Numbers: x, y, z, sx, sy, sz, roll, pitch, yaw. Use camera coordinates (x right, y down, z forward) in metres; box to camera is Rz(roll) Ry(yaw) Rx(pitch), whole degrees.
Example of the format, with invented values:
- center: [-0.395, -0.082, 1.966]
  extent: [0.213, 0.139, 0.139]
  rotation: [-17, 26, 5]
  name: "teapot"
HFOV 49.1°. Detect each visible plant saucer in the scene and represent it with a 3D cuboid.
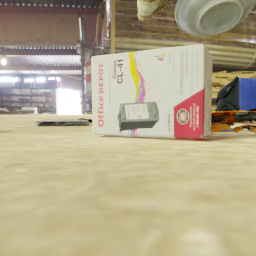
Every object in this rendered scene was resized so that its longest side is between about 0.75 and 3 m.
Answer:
- center: [2.746, -3.568, 8.568]
  extent: [2.560, 0.643, 2.560]
  rotation: [-6, -23, -2]
  name: "plant saucer"

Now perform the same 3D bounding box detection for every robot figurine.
- center: [2.295, -0.139, 6.195]
  extent: [1.815, 0.528, 1.316]
  rotation: [-3, 3, 17]
  name: "robot figurine"

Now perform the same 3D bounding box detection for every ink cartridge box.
- center: [0.480, -0.680, 5.829]
  extent: [2.368, 1.748, 1.014]
  rotation: [1, 3, 24]
  name: "ink cartridge box"

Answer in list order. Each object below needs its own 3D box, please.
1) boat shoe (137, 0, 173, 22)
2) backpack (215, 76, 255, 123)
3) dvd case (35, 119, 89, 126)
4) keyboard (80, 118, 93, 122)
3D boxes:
- center: [0.832, -3.751, 7.892]
  extent: [0.841, 0.719, 2.295]
  rotation: [28, 48, 14]
  name: "boat shoe"
- center: [5.210, -1.096, 12.985]
  extent: [1.909, 1.849, 2.275]
  rotation: [10, -10, -11]
  name: "backpack"
- center: [-2.590, -0.242, 11.344]
  extent: [1.913, 0.205, 2.572]
  rotation: [0, 3, -10]
  name: "dvd case"
- center: [-1.875, -0.357, 13.066]
  extent: [0.531, 0.086, 0.836]
  rotation: [-7, -11, 34]
  name: "keyboard"
